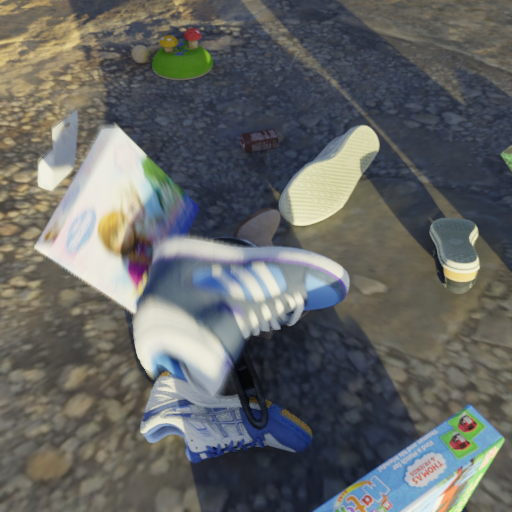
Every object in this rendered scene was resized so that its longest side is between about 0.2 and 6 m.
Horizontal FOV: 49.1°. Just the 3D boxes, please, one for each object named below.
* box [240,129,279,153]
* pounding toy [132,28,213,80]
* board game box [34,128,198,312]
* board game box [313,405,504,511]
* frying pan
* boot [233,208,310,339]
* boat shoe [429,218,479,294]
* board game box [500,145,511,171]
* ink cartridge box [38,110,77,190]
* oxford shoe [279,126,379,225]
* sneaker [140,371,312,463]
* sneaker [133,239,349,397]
[{"bbox_3d":[0.073,-2.601,12.676,0.822,0.308,0.412,-10,45,-13],"label":"box"},{"bbox_3d":[-2.253,-5.782,15.485,2.187,1.015,1.688,28,50,26],"label":"pounding toy"},{"bbox_3d":[-1.813,-0.433,7.802,0.389,1.888,1.892,5,64,37],"label":"board game box"},{"bbox_3d":[1.026,2.881,5.580,2.851,2.157,0.522,-23,48,-22],"label":"board game box"},{"bbox_3d":[-0.727,0.849,7.990,2.076,0.559,3.432,-6,40,14],"label":"frying pan"},{"bbox_3d":[0.208,0.296,9.331,1.821,0.875,2.491,32,55,23],"label":"boot"},{"bbox_3d":[3.455,-0.079,9.779,0.828,0.691,2.220,4,28,13],"label":"boat shoe"},{"bbox_3d":[5.690,0.115,7.932,2.528,0.566,4.826,-24,79,-22],"label":"board game box"},{"bbox_3d":[-3.237,-1.758,9.147,0.261,1.103,0.883,17,36,0],"label":"ink cartridge box"},{"bbox_3d":[1.419,-1.575,11.278,2.934,1.103,0.847,-47,18,-29],"label":"oxford shoe"},{"bbox_3d":[-0.422,2.300,7.297,2.258,0.850,0.995,11,56,20],"label":"sneaker"},{"bbox_3d":[-0.142,0.869,6.783,2.634,1.061,1.928,9,53,-7],"label":"sneaker"}]
